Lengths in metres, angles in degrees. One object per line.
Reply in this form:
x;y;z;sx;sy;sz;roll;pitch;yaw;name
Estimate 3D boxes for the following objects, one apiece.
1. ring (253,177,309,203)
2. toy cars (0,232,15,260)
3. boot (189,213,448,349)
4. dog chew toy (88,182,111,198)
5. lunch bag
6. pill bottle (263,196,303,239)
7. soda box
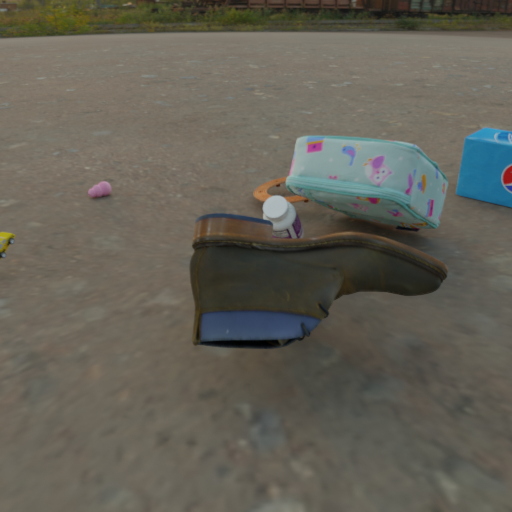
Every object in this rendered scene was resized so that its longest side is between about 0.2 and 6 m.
0.733;-1.363;11.751;1.580;0.152;1.580;-8;25;4;ring
-4.383;-0.018;8.918;1.155;0.256;0.518;-33;54;-7;toy cars
0.697;0.512;6.634;3.090;1.498;1.154;9;-17;-1;boot
-3.414;-1.418;12.177;0.502;0.312;0.312;-28;38;-31;dog chew toy
1.946;-1.220;9.790;2.289;1.100;2.854;10;-3;33;lunch bag
0.444;-0.597;9.568;0.568;1.012;0.568;-7;63;14;pill bottle
6.214;-1.562;11.286;3.891;1.320;1.248;20;33;35;soda box
